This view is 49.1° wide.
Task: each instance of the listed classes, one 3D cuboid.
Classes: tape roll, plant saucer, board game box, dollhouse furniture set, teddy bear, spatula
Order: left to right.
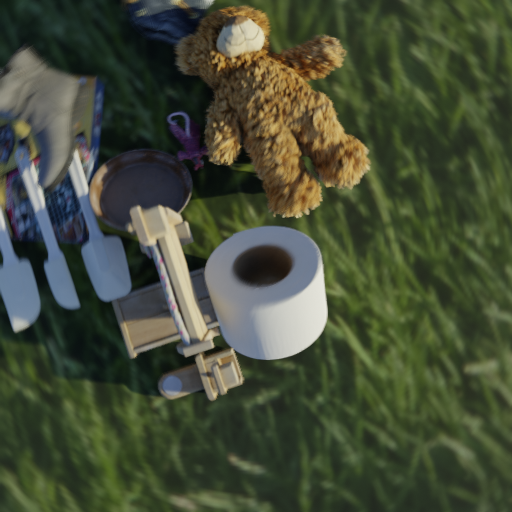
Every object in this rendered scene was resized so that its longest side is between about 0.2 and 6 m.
[{"bbox_3d":[-3.657,-1.644,9.442,1.872,0.478,2.763,4,87,0],"label":"board game box"},{"bbox_3d":[-3.379,-0.502,9.132,2.048,0.236,2.945,-18,86,-1],"label":"spatula"},{"bbox_3d":[-1.891,-1.050,9.248,1.670,0.268,1.670,0,60,-1],"label":"plant saucer"},{"bbox_3d":[-1.427,1.018,7.888,1.650,3.379,2.882,-19,88,0],"label":"dollhouse furniture set"},{"bbox_3d":[0.181,0.545,8.568,1.744,1.744,1.197,-13,131,-1],"label":"tape roll"},{"bbox_3d":[0.268,-2.428,8.998,2.692,1.239,3.713,-16,90,7],"label":"teddy bear"}]

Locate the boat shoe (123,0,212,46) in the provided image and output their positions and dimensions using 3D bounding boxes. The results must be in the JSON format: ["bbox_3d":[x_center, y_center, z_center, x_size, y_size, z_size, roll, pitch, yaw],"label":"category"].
[{"bbox_3d":[-1.984,-4.389,9.106,2.498,0.884,1.134,20,90,-19],"label":"boat shoe"}]

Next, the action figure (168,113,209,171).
[{"bbox_3d":[-1.051,-1.883,9.381,0.627,0.697,0.936,-19,73,-8],"label":"action figure"}]

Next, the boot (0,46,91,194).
[{"bbox_3d":[-3.409,-2.027,8.502,1.303,0.691,1.980,21,69,-40],"label":"boot"}]
